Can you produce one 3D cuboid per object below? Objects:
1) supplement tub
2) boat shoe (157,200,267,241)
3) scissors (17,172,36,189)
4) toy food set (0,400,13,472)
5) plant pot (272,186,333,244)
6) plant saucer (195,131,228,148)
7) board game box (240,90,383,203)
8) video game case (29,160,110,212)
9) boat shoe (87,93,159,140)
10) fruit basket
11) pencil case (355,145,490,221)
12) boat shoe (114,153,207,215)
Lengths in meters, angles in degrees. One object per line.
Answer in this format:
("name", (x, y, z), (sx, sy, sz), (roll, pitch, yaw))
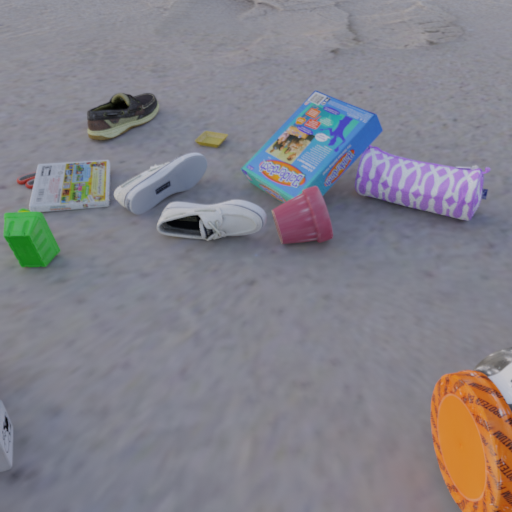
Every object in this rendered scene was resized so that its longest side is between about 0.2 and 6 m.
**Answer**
("supplement tub", (3.120, 1.580, 5.125), (2.668, 1.635, 1.635), (-4, 37, -7))
("boat shoe", (-0.720, -0.516, 8.771), (1.733, 0.624, 0.570), (6, 39, 12))
("scissors", (-3.827, -1.590, 10.668), (1.394, 0.097, 0.510), (-30, 46, -33))
("toy food set", (-3.169, 1.771, 5.038), (1.494, 1.408, 3.129), (-11, 38, -14))
("plant pot", (0.692, -0.564, 8.732), (0.784, 0.876, 0.876), (-17, 38, 1))
("plant saucer", (-0.933, -2.429, 11.769), (0.548, 0.133, 0.547), (12, 38, 16))
("board game box", (0.945, -1.856, 9.865), (2.064, 0.464, 1.569), (-46, 48, -6))
("video game case", (-3.329, -1.285, 10.132), (1.313, 0.165, 1.442), (-6, 39, -9))
("boat shoe", (-2.888, -3.235, 12.363), (0.801, 0.709, 2.187), (15, 39, 19))
("fruit basket", (-3.355, -0.370, 8.353), (0.674, 0.935, 0.935), (-1, 36, 4))
("pencil case", (2.778, -1.258, 9.508), (2.165, 0.926, 0.909), (15, 23, 21))
("boat shoe", (-1.700, -1.381, 9.972), (0.653, 0.663, 1.871), (30, 52, 30))
